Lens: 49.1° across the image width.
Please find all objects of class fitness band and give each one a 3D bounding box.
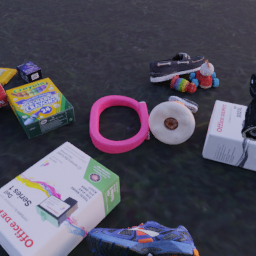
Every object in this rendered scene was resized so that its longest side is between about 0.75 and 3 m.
[{"bbox_3d":[-0.298,-0.237,9.563,2.003,0.522,2.789,-2,41,-2],"label":"fitness band"}]

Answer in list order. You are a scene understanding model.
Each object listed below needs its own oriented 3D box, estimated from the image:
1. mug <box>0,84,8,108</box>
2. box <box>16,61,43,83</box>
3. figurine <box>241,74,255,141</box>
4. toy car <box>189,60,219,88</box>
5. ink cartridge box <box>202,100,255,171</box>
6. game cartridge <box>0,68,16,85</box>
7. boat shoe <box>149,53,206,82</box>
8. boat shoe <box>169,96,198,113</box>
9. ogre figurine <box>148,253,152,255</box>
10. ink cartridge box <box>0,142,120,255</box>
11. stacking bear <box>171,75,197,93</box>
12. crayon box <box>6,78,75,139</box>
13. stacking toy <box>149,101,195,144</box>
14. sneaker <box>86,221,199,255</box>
[{"bbox_3d":[-5.208,-0.860,9.831,1.762,1.175,1.564,-27,46,-33],"label":"mug"},{"bbox_3d":[-4.219,-2.385,11.985,0.922,0.481,0.682,33,52,31],"label":"box"},{"bbox_3d":[2.710,-0.290,4.962,1.288,0.554,1.256,19,63,-3],"label":"figurine"},{"bbox_3d":[3.159,-2.307,11.405,1.048,1.137,1.006,-1,42,-1],"label":"toy car"},{"bbox_3d":[3.742,0.273,8.564,2.513,1.052,1.823,14,44,15],"label":"ink cartridge box"},{"bbox_3d":[-5.643,-2.254,12.048,1.266,0.205,1.116,5,42,8],"label":"game cartridge"},{"bbox_3d":[2.143,-2.745,11.942,2.889,0.872,1.067,-20,22,-20],"label":"boat shoe"},{"bbox_3d":[2.075,-0.901,10.455,1.125,0.405,0.399,28,39,14],"label":"boat shoe"},{"bbox_3d":[0.103,3.341,5.052,2.520,1.236,1.511,-27,60,-11],"label":"ogre figurine"},{"bbox_3d":[-1.789,1.836,6.760,1.950,1.131,2.693,29,49,28],"label":"ink cartridge box"},{"bbox_3d":[2.249,-1.697,11.174,0.966,0.549,0.586,24,29,21],"label":"stacking bear"},{"bbox_3d":[-3.285,-0.911,10.176,1.687,0.692,2.683,-24,47,-25],"label":"crayon box"},{"bbox_3d":[1.593,-0.473,9.454,1.444,1.444,1.976,12,28,13],"label":"stacking toy"},{"bbox_3d":[0.298,2.579,6.279,2.472,0.931,0.970,8,29,0],"label":"sneaker"}]
